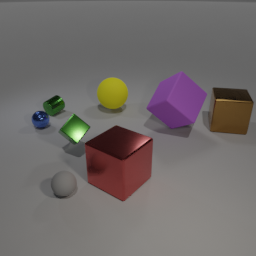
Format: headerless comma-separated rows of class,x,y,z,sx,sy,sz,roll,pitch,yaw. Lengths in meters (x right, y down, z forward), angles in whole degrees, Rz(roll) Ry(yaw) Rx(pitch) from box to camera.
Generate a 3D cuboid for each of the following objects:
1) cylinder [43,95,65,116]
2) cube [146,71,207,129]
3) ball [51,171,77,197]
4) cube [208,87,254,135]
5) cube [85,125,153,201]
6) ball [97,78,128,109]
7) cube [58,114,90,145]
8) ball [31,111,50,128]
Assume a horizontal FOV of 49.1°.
cylinder,-3.292,-1.003,12.465,0.700,0.700,0.700,19,43,32
cube,1.828,-1.004,10.567,1.400,1.400,1.400,-18,39,61
ball,-1.765,1.529,7.717,0.700,0.700,0.700,0,28,0
cube,4.069,-0.716,11.278,1.400,1.400,1.400,5,28,10
cube,-0.241,0.952,8.122,1.400,1.400,1.400,20,34,32
ball,-0.694,-1.558,12.596,1.400,1.400,1.400,0,28,0
cube,-1.761,0.053,9.149,0.700,0.700,0.700,-53,10,-18
ball,-3.534,-0.351,11.322,0.700,0.700,0.700,0,28,0
